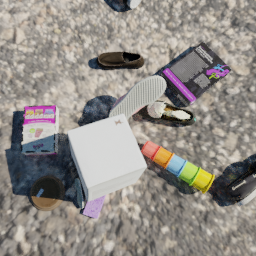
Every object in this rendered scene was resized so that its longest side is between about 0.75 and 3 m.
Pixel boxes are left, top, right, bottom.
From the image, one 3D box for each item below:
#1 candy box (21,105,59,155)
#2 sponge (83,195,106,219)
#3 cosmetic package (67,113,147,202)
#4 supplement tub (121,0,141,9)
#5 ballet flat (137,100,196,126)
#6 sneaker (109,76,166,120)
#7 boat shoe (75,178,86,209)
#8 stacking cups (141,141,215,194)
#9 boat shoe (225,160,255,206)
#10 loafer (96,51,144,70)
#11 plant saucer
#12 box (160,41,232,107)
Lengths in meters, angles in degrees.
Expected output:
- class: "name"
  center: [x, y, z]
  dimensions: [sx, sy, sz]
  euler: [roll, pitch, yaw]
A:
- class: "candy box"
  center: [-3.319, 0.084, 10.677]
  dimensions: [1.250, 0.559, 1.833]
  euler: [-1, 74, 0]
- class: "sponge"
  center: [-1.188, 2.705, 10.121]
  dimensions: [0.555, 0.148, 0.996]
  euler: [18, 75, 5]
- class: "cosmetic package"
  center: [-0.765, 1.043, 9.279]
  dimensions: [1.913, 2.301, 1.925]
  euler: [-18, 70, -15]
- class: "supplement tub"
  center: [-0.053, -5.938, 12.352]
  dimensions: [0.763, 0.763, 1.244]
  euler: [-41, 78, -11]
- class: "ballet flat"
  center: [1.480, -0.645, 10.737]
  dimensions: [2.342, 0.801, 0.796]
  euler: [11, 86, 4]
- class: "sneaker"
  center: [0.300, -1.119, 10.379]
  dimensions: [2.414, 1.262, 0.909]
  euler: [-39, 102, 11]
- class: "boat shoe"
  center: [-1.646, 2.340, 10.114]
  dimensions: [0.328, 0.411, 1.088]
  euler: [-5, 87, -41]
- class: "stacking cups"
  center: [1.771, 1.303, 10.194]
  dimensions: [2.701, 0.817, 0.817]
  euler: [33, 76, 9]
- class: "boat shoe"
  center: [4.650, 1.612, 10.051]
  dimensions: [2.710, 1.001, 0.818]
  euler: [-42, 82, -3]
- class: "loafer"
  center: [-0.316, -2.879, 11.471]
  dimensions: [2.004, 0.715, 0.731]
  euler: [-2, 74, -1]
- class: "plant saucer"
  center: [-2.954, 2.368, 10.207]
  dimensions: [1.286, 0.189, 1.286]
  euler: [0, 74, 1]
- class: "box"
  center: [2.760, -2.226, 11.437]
  dimensions: [2.412, 0.435, 1.724]
  euler: [-38, 78, -9]
